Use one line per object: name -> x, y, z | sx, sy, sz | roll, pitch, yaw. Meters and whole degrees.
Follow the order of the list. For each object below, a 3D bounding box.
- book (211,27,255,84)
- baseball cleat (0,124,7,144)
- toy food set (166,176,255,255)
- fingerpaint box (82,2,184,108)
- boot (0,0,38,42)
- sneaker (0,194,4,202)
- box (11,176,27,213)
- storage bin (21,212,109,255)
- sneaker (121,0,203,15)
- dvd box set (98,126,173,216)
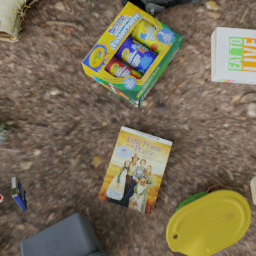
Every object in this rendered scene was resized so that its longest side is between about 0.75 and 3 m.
book -> 3.904, -2.192, 8.799 | 2.472, 0.594, 1.652 | 3, 82, -1
baseball cleat -> -4.819, 0.040, 8.244 | 2.686, 0.937, 1.430 | 30, 87, 15
toy food set -> 2.337, 2.389, 7.794 | 2.904, 0.949, 1.708 | -24, 104, -2
fingerpaint box -> 0.156, -2.230, 8.576 | 2.048, 0.900, 2.455 | 35, 81, 6
boot -> -3.321, -3.800, 8.829 | 2.685, 0.977, 2.087 | -1, 79, 1
sneaker -> -3.859, 1.875, 7.728 | 0.818, 0.439, 0.273 | 15, 69, -15
box -> -2.890, 1.810, 7.520 | 0.160, 0.985, 0.597 | -14, 47, -11
storage bin -> -1.640, 3.369, 7.340 | 2.223, 1.618, 1.493 | -26, 53, -4
sneaker -> 1.006, -4.109, 8.966 | 2.750, 0.914, 1.244 | 12, 82, 6
dvd box set -> 0.239, 1.227, 8.201 | 1.620, 0.326, 2.215 | 18, 80, 1
